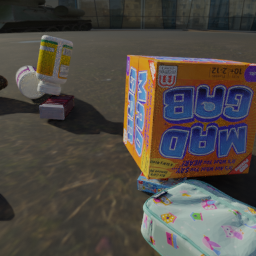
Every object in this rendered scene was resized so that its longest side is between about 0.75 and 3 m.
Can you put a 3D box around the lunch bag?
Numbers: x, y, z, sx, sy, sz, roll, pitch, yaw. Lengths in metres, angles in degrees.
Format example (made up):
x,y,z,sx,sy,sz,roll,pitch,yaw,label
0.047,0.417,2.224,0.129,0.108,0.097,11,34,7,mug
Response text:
x,y,z,sx,sy,sz,roll,pitch,yaw,label
1.374,1.715,4.839,1.717,0.825,2.141,-17,29,-34,lunch bag

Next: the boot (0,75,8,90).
x,y,z,sx,sy,sz,roll,pitch,yaw,label
-6.952,-1.667,12.532,2.907,1.086,1.409,-6,35,5,boot

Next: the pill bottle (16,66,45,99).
x,y,z,sx,sy,sz,roll,pitch,yaw,label
-4.646,-2.258,13.333,1.263,1.263,2.250,-10,26,-22,pill bottle

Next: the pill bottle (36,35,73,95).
x,y,z,sx,sy,sz,roll,pitch,yaw,label
-2.972,-2.457,11.156,1.216,2.157,1.216,12,11,-2,pill bottle

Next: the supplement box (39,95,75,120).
x,y,z,sx,sy,sz,roll,pitch,yaw,label
-2.738,-0.857,10.978,0.925,0.518,1.700,4,23,3,supplement box

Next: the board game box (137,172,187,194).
x,y,z,sx,sy,sz,roll,pitch,yaw,label
0.856,1.188,6.704,1.024,0.286,1.002,9,26,19,board game box

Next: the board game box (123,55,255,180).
x,y,z,sx,sy,sz,roll,pitch,yaw,label
1.406,-0.457,7.099,2.529,2.531,2.529,-1,17,-14,board game box
